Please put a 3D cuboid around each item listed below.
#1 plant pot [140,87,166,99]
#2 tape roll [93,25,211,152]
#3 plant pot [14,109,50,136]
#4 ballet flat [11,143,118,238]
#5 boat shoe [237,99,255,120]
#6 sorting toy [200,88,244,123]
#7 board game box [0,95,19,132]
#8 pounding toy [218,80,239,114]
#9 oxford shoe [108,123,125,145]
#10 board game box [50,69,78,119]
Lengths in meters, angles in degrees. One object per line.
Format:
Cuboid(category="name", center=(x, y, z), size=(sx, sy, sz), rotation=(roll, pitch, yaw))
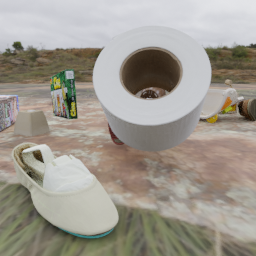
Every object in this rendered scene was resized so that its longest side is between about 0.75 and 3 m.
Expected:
Cuboid(category="plant pot", center=(1.415, -1.912, 16.882), size=(1.540, 1.540, 1.524), rotation=(3, 19, 14))
Cuboid(category="tape roll", center=(0.617, -0.939, 7.212), size=(2.734, 2.734, 1.877), rotation=(2, -23, 8))
Cuboid(category="plant pot", center=(-3.485, -0.225, 10.089), size=(0.919, 0.814, 0.918), rotation=(6, 13, 29))
Cuboid(category="ballet flat", center=(-1.238, 0.818, 4.692), size=(1.005, 1.005, 2.894), rotation=(-10, 15, -40))
Cuboid(category="boat shoe", center=(5.595, -0.846, 13.090), size=(0.917, 0.970, 2.696), rotation=(3, 2, 33))
Cuboid(category="sorting toy", center=(3.966, -1.249, 12.960), size=(2.509, 1.489, 2.787), rotation=(-14, 18, -38))
Cuboid(category="board game box", center=(-5.639, -0.629, 11.193), size=(1.868, 1.134, 2.342), rotation=(-1, 12, -5))
Cuboid(category="pounding toy", center=(5.375, -1.656, 14.731), size=(1.508, 1.717, 0.786), rotation=(-4, 13, -20))
Cuboid(category="oxford shoe", center=(-0.183, -0.323, 8.698), size=(0.736, 2.088, 0.781), rotation=(-4, -31, 8))
Cuboid(category="board game box", center=(-2.257, -1.106, 9.611), size=(0.339, 1.512, 2.886), rotation=(-4, 5, -24))
